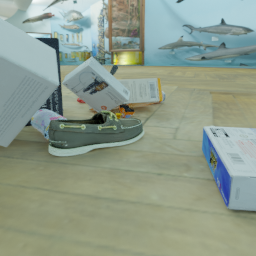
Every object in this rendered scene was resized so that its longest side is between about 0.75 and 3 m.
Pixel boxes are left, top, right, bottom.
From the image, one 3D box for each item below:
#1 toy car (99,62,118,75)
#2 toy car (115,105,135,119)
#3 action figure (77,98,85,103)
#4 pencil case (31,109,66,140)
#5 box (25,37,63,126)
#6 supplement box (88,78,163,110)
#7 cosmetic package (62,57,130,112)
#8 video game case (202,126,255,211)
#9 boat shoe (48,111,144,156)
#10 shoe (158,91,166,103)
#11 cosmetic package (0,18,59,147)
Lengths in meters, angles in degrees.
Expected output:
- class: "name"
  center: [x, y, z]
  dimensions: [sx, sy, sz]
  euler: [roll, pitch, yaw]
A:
- class: "toy car"
  center: [-1.053, -2.188, 13.273]
  dimensions: [1.463, 1.781, 1.405]
  euler: [12, 18, 10]
- class: "toy car"
  center: [-0.293, -0.505, 10.093]
  dimensions: [0.642, 0.435, 1.308]
  euler: [30, 26, 24]
- class: "action figure"
  center: [-2.001, -1.479, 13.732]
  dimensions: [0.544, 0.430, 1.663]
  euler: [12, 21, 21]
- class: "pencil case"
  center: [-2.216, -0.064, 8.030]
  dimensions: [0.779, 0.714, 1.717]
  euler: [-30, 28, -22]
- class: "box"
  center: [-3.837, -1.577, 9.447]
  dimensions: [2.892, 2.844, 1.698]
  euler: [-8, 19, -26]
- class: "supplement box"
  center: [-0.176, -1.355, 11.413]
  dimensions: [2.697, 0.992, 1.700]
  euler: [-5, 0, -18]
- class: "cosmetic package"
  center: [-1.003, -1.284, 9.016]
  dimensions: [1.326, 1.759, 0.454]
  euler: [-23, 40, 39]
- class: "video game case"
  center: [2.967, 0.678, 5.426]
  dimensions: [2.617, 0.656, 2.887]
  euler: [2, 16, 6]
- class: "boat shoe"
  center: [-0.712, 0.020, 7.425]
  dimensions: [2.860, 0.855, 1.022]
  euler: [-11, 19, -35]
- class: "shoe"
  center: [0.677, -1.649, 13.536]
  dimensions: [2.184, 0.780, 0.993]
  euler: [20, 20, 41]
- class: "cosmetic package"
  center: [-3.270, -1.122, 6.277]
  dimensions: [2.445, 2.437, 1.503]
  euler: [27, 34, -38]
